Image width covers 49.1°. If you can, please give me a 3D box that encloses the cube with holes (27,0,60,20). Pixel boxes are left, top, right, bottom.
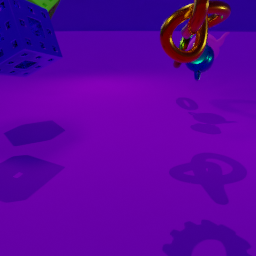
[{"bbox_3d":[-3.011,-3.899,8.918,1.135,1.135,1.135,33,47,-17],"label":"cube with holes"}]

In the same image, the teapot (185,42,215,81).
[{"bbox_3d":[2.351,-2.231,9.030,0.942,1.516,0.742,7,-15,34],"label":"teapot"}]

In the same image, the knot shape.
[{"bbox_3d":[1.696,-2.568,6.679,0.890,1.926,1.802,38,38,26],"label":"knot shape"}]

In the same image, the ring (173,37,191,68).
[{"bbox_3d":[2.257,-3.292,11.615,0.335,1.678,1.678,19,23,3],"label":"ring"}]

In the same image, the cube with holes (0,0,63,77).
[{"bbox_3d":[-2.551,-2.031,6.448,1.259,1.259,1.259,-20,-3,24],"label":"cube with holes"}]

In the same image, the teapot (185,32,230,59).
[{"bbox_3d":[2.741,-2.904,9.953,1.761,1.095,0.862,-14,46,36],"label":"teapot"}]
